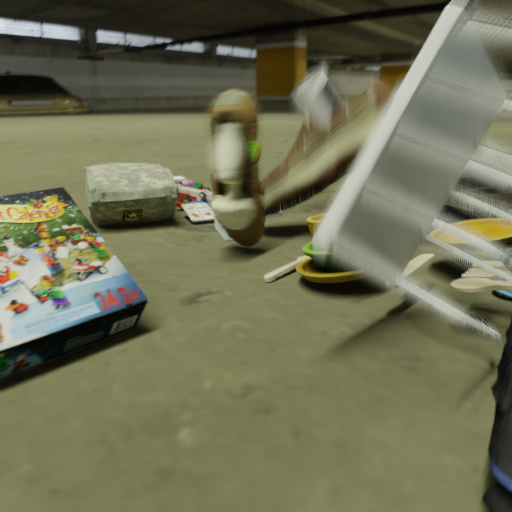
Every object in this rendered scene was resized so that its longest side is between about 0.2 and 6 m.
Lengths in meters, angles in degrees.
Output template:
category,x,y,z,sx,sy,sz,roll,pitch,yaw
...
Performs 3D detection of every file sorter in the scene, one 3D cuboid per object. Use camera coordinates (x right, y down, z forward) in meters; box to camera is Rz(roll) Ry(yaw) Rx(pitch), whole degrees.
category,x,y,z,sx,sy,sz,roll,pitch,yaw
file sorter,2.189,-0.699,5.573,1.606,2.580,1.790,33,6,38

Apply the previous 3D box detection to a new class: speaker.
category,x,y,z,sx,sy,sz,roll,pitch,yaw
speaker,1.674,-2.819,11.945,0.865,2.130,0.865,-36,14,11

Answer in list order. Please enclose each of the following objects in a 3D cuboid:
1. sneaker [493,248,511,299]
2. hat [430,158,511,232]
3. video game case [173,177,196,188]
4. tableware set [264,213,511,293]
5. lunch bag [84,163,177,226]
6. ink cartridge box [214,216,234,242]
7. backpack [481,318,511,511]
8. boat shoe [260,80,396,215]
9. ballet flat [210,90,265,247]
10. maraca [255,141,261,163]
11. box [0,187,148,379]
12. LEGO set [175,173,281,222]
category,x,y,z,sx,sy,sz,roll,pitch,yaw
sneaker,4.154,0.190,7.678,1.697,0.810,0.673,-1,16,-4
hat,3.957,-0.985,10.891,2.919,1.178,2.919,-2,26,1
video game case,-2.458,-1.920,15.240,1.324,0.237,1.200,-10,20,-28
tableware set,2.495,-0.335,7.991,4.480,0.687,3.018,0,17,41
lunch bag,-2.646,-1.289,11.673,1.715,1.230,2.092,-5,14,-17
ink cartridge box,-0.520,-0.759,10.821,0.411,0.725,0.989,-5,19,-15
backpack,4.200,0.334,3.722,4.110,3.029,4.502,14,21,38
boat shoe,1.213,-2.039,10.546,3.377,1.249,1.247,-31,-11,11
ballet flat,-0.364,-1.243,9.025,0.919,2.711,0.981,8,28,13
maraca,-0.186,-2.121,11.957,0.550,0.705,1.028,31,28,-24
box,-2.990,0.320,6.011,3.017,0.569,2.060,-19,60,-45
LEGO set,-0.944,-1.267,13.099,2.100,0.690,2.811,-7,30,-23
